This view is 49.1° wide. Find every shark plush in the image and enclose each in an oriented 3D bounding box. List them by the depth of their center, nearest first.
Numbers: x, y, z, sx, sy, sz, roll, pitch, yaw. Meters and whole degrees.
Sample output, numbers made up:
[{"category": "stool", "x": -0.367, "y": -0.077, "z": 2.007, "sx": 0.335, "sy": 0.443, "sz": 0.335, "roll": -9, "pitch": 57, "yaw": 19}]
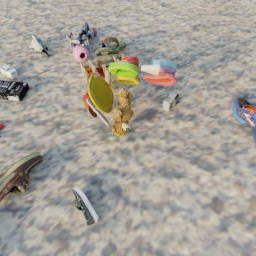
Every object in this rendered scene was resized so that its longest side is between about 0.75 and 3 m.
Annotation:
[{"category": "shark plush", "x": -4.427, "y": -4.238, "z": 14.383, "sx": 1.678, "sy": 0.762, "sz": 0.699, "roll": 34, "pitch": 24, "yaw": 34}]

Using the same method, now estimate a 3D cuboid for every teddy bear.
[{"category": "teddy bear", "x": -0.115, "y": -0.546, "z": 9.972, "sx": 0.573, "sy": 1.245, "sz": 1.718, "roll": 7, "pitch": 67, "yaw": 17}]

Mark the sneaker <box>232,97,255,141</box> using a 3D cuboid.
[{"category": "sneaker", "x": 4.773, "y": -0.394, "z": 10.293, "sx": 0.926, "sy": 0.964, "sz": 2.457, "roll": -14, "pitch": 47, "yaw": -15}]

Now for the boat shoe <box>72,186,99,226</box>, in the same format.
[{"category": "boat shoe", "x": -1.318, "y": 2.230, "z": 8.099, "sx": 0.369, "sy": 0.448, "sz": 1.305, "roll": -27, "pitch": 54, "yaw": -24}]

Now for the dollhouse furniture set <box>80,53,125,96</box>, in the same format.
[{"category": "dollhouse furniture set", "x": -0.872, "y": -2.366, "z": 12.423, "sx": 2.062, "sy": 1.062, "sz": 2.040, "roll": -16, "pitch": 36, "yaw": -15}]

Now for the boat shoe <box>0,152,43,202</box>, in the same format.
[{"category": "boat shoe", "x": -3.434, "y": 1.666, "z": 8.521, "sx": 0.856, "sy": 0.858, "sz": 2.380, "roll": 47, "pitch": 46, "yaw": 1}]

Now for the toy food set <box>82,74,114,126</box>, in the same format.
[{"category": "toy food set", "x": -1.217, "y": -1.023, "z": 10.213, "sx": 0.722, "sy": 1.300, "sz": 2.210, "roll": -28, "pitch": 33, "yaw": 25}]

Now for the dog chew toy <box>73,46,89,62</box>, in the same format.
[{"category": "dog chew toy", "x": -2.370, "y": -3.705, "z": 13.753, "sx": 0.736, "sy": 0.736, "sz": 1.182, "roll": -18, "pitch": 35, "yaw": -17}]

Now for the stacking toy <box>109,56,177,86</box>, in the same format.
[{"category": "stacking toy", "x": 0.534, "y": -2.304, "z": 10.175, "sx": 2.426, "sy": 2.196, "sz": 1.025, "roll": 5, "pitch": 85, "yaw": 20}]

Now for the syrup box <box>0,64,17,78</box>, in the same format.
[{"category": "syrup box", "x": -5.508, "y": -2.627, "z": 12.929, "sx": 0.810, "sy": 0.330, "sz": 0.319, "roll": 28, "pitch": 52, "yaw": 26}]

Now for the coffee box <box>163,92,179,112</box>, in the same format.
[{"category": "coffee box", "x": 1.727, "y": -1.068, "z": 11.324, "sx": 0.304, "sy": 0.437, "sz": 0.763, "roll": 27, "pitch": 52, "yaw": 24}]

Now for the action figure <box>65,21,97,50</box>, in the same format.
[{"category": "action figure", "x": -2.489, "y": -4.715, "z": 14.725, "sx": 1.365, "sy": 0.728, "sz": 2.099, "roll": 24, "pitch": 54, "yaw": 9}]

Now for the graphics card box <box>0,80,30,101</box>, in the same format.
[{"category": "graphics card box", "x": -5.073, "y": -1.601, "z": 11.889, "sx": 1.473, "sy": 0.375, "sz": 0.924, "roll": 5, "pitch": 45, "yaw": 6}]

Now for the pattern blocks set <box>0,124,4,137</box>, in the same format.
[{"category": "pattern blocks set", "x": -5.344, "y": 0.321, "z": 10.185, "sx": 1.427, "sy": 0.116, "sz": 1.254, "roll": -5, "pitch": 46, "yaw": -5}]

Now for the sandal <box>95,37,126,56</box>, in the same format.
[{"category": "sandal", "x": -0.852, "y": -3.969, "z": 13.390, "sx": 1.095, "sy": 0.787, "sz": 2.758, "roll": -2, "pitch": 25, "yaw": 15}]
